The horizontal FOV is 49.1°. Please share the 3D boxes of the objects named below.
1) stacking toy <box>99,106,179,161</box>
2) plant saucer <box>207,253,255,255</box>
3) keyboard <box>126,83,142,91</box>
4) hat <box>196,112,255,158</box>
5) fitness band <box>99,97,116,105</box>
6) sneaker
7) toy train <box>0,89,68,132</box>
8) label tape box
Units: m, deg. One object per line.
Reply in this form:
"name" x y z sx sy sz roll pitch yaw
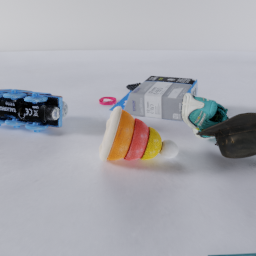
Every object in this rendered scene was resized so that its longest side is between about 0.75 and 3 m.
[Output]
"stacking toy" 0.309 0.351 6.402 1.774 1.296 1.296 18 18 -7
"plant saucer" 1.429 1.712 3.536 0.792 0.075 0.277 -2 19 -3
"keyboard" 0.739 -1.980 14.015 1.274 0.272 2.122 -4 20 -13
"hat" 2.573 0.269 6.274 2.036 0.821 2.036 -6 -13 -1
"fitness band" -0.845 -1.134 11.714 0.665 0.173 0.927 6 21 10
"sneaker" 2.067 -0.197 7.013 0.912 0.888 2.291 9 -7 33
"toy train" -3.186 -0.647 8.784 2.786 1.208 1.592 7 14 18
"label tape box" 0.937 -1.210 10.317 2.810 0.929 2.013 11 31 23
